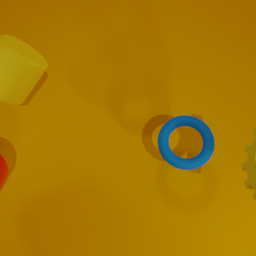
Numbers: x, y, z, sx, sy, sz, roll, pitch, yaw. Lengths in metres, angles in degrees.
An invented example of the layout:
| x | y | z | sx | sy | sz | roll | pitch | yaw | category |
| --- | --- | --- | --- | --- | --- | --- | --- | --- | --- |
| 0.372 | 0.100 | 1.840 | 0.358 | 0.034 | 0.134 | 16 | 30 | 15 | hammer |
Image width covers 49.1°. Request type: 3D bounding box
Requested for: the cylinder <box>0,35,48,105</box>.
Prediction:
| x | y | z | sx | sy | sz | roll | pitch | yaw | category |
| --- | --- | --- | --- | --- | --- | --- | --- | --- | --- |
| -2.908 | -1.458 | 7.092 | 1.265 | 1.265 | 1.265 | 44 | 106 | 14 | cylinder |

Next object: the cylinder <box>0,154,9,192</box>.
| x | y | z | sx | sy | sz | roll | pitch | yaw | category |
| --- | --- | --- | --- | --- | --- | --- | --- | --- | --- |
| -3.491 | 1.210 | 6.175 | 1.321 | 1.321 | 1.321 | -2 | 107 | -7 | cylinder |

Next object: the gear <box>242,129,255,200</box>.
| x | y | z | sx | sy | sz | roll | pitch | yaw | category |
| --- | --- | --- | --- | --- | --- | --- | --- | --- | --- |
| 2.992 | 0.656 | 5.649 | 0.327 | 1.767 | 1.767 | 14 | 70 | -10 | gear |

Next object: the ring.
| x | y | z | sx | sy | sz | roll | pitch | yaw | category |
| --- | --- | --- | --- | --- | --- | --- | --- | --- | --- |
| 1.554 | 0.376 | 7.525 | 1.517 | 0.303 | 1.517 | -1 | 72 | 3 | ring |
